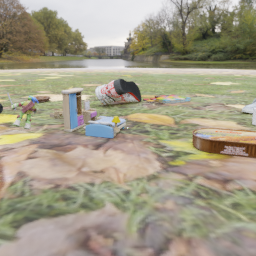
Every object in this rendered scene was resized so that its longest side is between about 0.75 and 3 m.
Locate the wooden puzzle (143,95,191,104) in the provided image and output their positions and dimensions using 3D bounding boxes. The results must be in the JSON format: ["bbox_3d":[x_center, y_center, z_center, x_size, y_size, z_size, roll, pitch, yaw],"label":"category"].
[{"bbox_3d":[2.031,-1.428,13.825,2.423,0.170,1.437,-8,17,-27],"label":"wooden puzzle"}]

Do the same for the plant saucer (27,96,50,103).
[{"bbox_3d":[-4.334,-1.386,13.620,1.112,0.203,1.112,-1,15,0],"label":"plant saucer"}]

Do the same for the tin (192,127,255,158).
[{"bbox_3d":[2.574,0.329,6.765,2.023,0.424,1.133,5,20,19],"label":"tin"}]

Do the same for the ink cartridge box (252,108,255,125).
[{"bbox_3d":[4.808,-0.343,8.927,1.331,0.561,0.963,-7,16,-25],"label":"ink cartridge box"}]

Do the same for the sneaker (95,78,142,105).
[{"bbox_3d":[-0.431,-1.568,12.882,1.431,0.892,2.671,-17,-8,22],"label":"sneaker"}]

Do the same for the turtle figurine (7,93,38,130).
[{"bbox_3d":[-2.869,-0.442,7.733,0.921,0.893,0.663,7,-14,20],"label":"turtle figurine"}]

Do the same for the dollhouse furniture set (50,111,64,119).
[{"bbox_3d":[-2.335,-0.720,10.201,0.793,0.646,0.754,13,20,41],"label":"dollhouse furniture set"}]

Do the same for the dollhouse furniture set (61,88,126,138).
[{"bbox_3d":[-0.815,-0.558,8.499,1.846,1.204,1.742,6,16,21],"label":"dollhouse furniture set"}]

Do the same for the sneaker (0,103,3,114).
[{"bbox_3d":[-5.528,-0.655,9.918,0.909,0.668,2.009,17,24,41],"label":"sneaker"}]

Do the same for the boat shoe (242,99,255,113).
[{"bbox_3d":[5.160,-0.915,11.060,1.643,0.585,0.573,-7,16,-25],"label":"boat shoe"}]
